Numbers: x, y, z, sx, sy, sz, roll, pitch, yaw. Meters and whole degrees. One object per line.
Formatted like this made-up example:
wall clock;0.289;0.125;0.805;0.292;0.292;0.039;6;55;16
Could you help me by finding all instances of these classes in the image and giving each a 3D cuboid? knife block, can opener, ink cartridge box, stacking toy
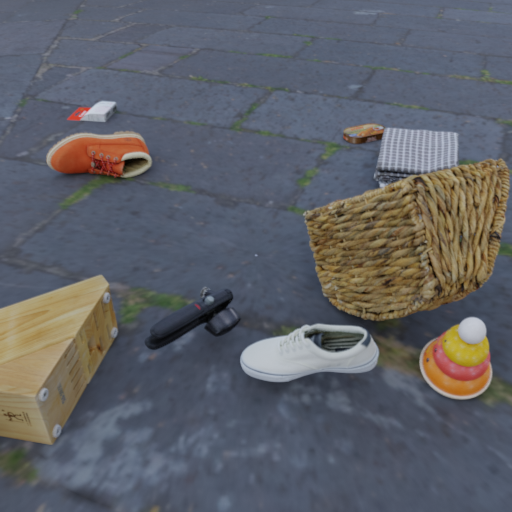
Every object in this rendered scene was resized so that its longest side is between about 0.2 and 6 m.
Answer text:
knife block;-3.740;1.428;7.611;2.769;1.009;3.154;8;38;9
can opener;-0.886;0.877;8.038;0.694;0.560;1.767;36;28;25
ink cartridge box;-4.673;-4.127;15.936;1.161;0.331;0.943;8;37;4
stacking toy;2.792;1.222;7.514;0.984;1.347;0.984;-2;51;2

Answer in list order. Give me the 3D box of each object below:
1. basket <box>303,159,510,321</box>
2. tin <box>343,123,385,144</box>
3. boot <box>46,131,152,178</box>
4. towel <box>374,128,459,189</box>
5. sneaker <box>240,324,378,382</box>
basket;2.384;-0.165;8.575;2.044;1.958;2.743;-16;1;-27
tin;2.844;-3.212;14.709;1.206;0.253;0.675;-15;43;-20
boot;-3.567;-2.231;12.877;2.316;0.869;1.242;-15;44;-21
towel;3.658;-2.167;12.662;1.802;0.931;2.176;8;37;12
sneaker;0.664;1.221;7.564;1.897;0.672;0.693;-9;42;13
